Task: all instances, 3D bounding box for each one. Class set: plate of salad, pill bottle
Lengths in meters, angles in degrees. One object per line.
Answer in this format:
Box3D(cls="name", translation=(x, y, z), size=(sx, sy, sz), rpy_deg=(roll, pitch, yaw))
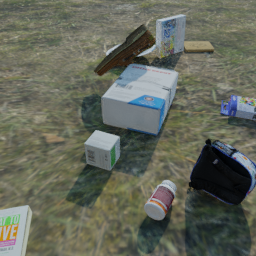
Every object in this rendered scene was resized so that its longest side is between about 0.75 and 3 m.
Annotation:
Box3D(cls="plate of salad", translation=(0.154, -3.806, 14.066), size=(2.515, 0.604, 2.515), rpy_deg=(-7, 30, 4))
Box3D(cls="pill bottle", translation=(0.821, 1.718, 6.792), size=(0.525, 0.525, 0.929), rpy_deg=(20, 42, 24))

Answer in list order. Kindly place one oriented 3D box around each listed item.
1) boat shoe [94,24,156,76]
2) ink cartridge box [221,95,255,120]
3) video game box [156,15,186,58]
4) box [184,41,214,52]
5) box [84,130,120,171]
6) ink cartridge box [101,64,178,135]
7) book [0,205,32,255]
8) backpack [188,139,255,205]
Box3D(cls="boat shoe", translation=(-0.135, -2.824, 11.089), size=(2.743, 0.932, 0.987), rpy_deg=(-35, 24, 22))
Box3D(cls="ink cartridge box", translation=(4.332, -0.735, 10.210), size=(1.763, 0.370, 1.052), rpy_deg=(10, 38, 16))
Box3D(cls="video game box", translation=(2.148, -4.617, 14.122), size=(1.667, 1.830, 0.428), rpy_deg=(-25, 40, -30))
Box3D(cls="box", translation=(3.794, -4.461, 15.285), size=(1.523, 0.162, 1.245), rpy_deg=(-1, 37, -1))
Box3D(cls="box", translation=(-0.718, 0.635, 8.006), size=(0.800, 0.796, 0.685), rpy_deg=(14, 39, 18))
Box3D(cls="ink cartridge box", translation=(0.511, -1.134, 10.029), size=(1.988, 1.166, 2.714), rpy_deg=(13, 38, 16))
Box3D(cls="book", translation=(-2.676, 2.412, 6.108), size=(0.916, 0.329, 1.371), rpy_deg=(-7, 39, -4))
Box3D(cls="backpack", translation=(2.445, 1.140, 6.982), size=(1.144, 1.486, 1.415), rpy_deg=(-15, 41, -40))
